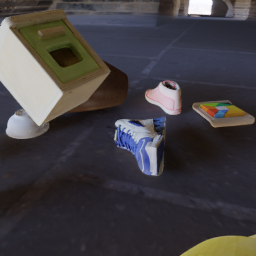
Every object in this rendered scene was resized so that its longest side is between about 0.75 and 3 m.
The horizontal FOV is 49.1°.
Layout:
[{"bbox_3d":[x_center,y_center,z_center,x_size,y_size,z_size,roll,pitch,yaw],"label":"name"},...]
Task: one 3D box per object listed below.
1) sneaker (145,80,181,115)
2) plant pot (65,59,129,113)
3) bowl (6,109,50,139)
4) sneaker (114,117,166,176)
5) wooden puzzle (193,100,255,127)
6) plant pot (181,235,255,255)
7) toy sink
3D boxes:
[{"bbox_3d":[1.533,-1.582,12.133,0.911,1.265,2.420,-14,29,-20],"label":"sneaker"},{"bbox_3d":[-1.574,-1.837,11.550,2.937,2.745,2.745,5,24,-26],"label":"plant pot"},{"bbox_3d":[-3.691,-0.267,10.229,1.530,0.687,1.530,0,28,0],"label":"bowl"},{"bbox_3d":[0.292,0.455,8.552,1.658,1.160,2.871,1,21,10],"label":"sneaker"},{"bbox_3d":[3.824,-0.683,11.353,1.821,0.367,1.969,-5,28,-10],"label":"wooden puzzle"},{"bbox_3d":[1.834,2.411,3.554,2.436,2.436,2.292,25,22,39],"label":"plant pot"},{"bbox_3d":[-2.064,-1.760,6.718,2.706,1.516,1.764,50,42,2],"label":"toy sink"}]
